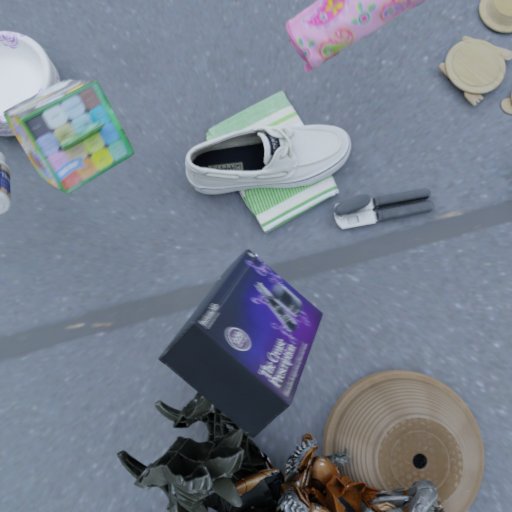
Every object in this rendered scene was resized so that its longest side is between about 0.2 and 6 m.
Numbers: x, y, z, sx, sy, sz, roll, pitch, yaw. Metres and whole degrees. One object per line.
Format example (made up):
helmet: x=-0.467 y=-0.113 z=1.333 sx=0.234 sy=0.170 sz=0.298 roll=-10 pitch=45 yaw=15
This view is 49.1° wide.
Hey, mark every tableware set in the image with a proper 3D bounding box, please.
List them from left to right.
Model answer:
tableware set: x=4.989 y=-3.781 z=10.447 sx=2.438 sy=0.339 sz=2.919 roll=33 pitch=81 yaw=6

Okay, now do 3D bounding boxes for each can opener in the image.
can opener: x=2.224 y=-0.860 z=9.707 sx=1.783 sy=0.596 sz=0.475 roll=-11 pitch=79 yaw=-2

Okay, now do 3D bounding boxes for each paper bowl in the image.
paper bowl: x=-4.393 y=-2.980 z=9.969 sx=1.770 sy=0.921 sz=1.770 roll=0 pitch=79 yaw=0

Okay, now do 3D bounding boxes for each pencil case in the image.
pencil case: x=1.390 y=-3.468 z=8.005 sx=1.983 sy=0.867 sz=0.867 roll=-28 pitch=79 yaw=18

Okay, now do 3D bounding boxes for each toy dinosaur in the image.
toy dinosaur: x=-0.144 y=3.729 z=7.777 sx=5.205 sy=2.659 sz=3.533 roll=-21 pitch=104 yaw=-2

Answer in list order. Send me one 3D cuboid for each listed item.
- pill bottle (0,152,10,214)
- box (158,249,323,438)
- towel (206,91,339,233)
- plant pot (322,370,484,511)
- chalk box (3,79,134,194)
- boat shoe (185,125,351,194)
pill bottle: x=-3.966 y=-1.120 z=8.383 sx=0.528 sy=0.528 sz=0.951 roll=-15 pitch=59 yaw=-3
box: x=-0.074 y=0.834 z=5.971 sx=1.225 sy=1.736 sz=0.684 roll=38 pitch=119 yaw=-3
towel: x=0.294 y=-1.694 z=10.067 sx=1.675 sy=0.257 sz=2.197 roll=-29 pitch=79 yaw=-6
plant pot: x=2.350 y=3.060 z=8.620 sx=2.573 sy=1.187 sz=2.573 roll=0 pitch=78 yaw=1
chalk box: x=-2.206 y=-1.445 z=6.708 sx=0.996 sy=1.600 sz=0.991 roll=-35 pitch=122 yaw=-19
boat shoe: x=0.220 y=-1.750 z=9.456 sx=2.894 sy=0.951 sz=1.041 roll=-7 pitch=77 yaw=-2
